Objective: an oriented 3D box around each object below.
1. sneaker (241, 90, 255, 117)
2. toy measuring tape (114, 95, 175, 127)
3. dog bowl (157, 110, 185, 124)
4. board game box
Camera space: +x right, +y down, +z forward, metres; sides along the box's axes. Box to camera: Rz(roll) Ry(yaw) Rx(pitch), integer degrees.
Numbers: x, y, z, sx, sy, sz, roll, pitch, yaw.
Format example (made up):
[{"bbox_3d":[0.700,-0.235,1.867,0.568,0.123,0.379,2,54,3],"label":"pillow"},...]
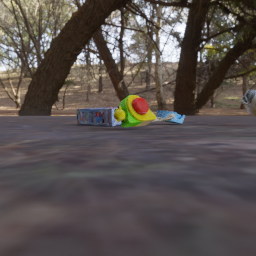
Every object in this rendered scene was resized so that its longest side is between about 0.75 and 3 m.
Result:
[{"bbox_3d":[4.419,-0.924,9.801,0.853,0.809,2.118,22,-2,15],"label":"sneaker"},{"bbox_3d":[0.430,-0.487,7.458,0.817,0.817,2.221,3,7,44],"label":"toy measuring tape"},{"bbox_3d":[1.592,-0.392,10.435,0.764,0.340,1.372,7,0,37],"label":"dog bowl"},{"bbox_3d":[-0.562,-0.421,9.798,1.907,0.588,1.906,-5,7,-30],"label":"board game box"}]
